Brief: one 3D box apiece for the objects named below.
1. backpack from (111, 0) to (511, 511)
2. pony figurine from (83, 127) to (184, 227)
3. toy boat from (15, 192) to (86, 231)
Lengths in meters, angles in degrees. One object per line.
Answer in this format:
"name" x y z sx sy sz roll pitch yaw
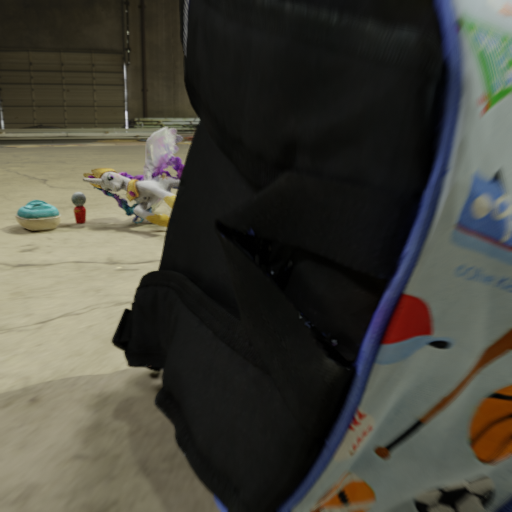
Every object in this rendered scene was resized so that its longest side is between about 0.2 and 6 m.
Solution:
"backpack" 0.640 -0.070 3.778 2.928 3.801 3.620 10 15 -13
"pony figurine" -2.217 -1.589 12.712 2.642 2.200 2.550 24 28 22
"toy boat" -4.477 -0.997 12.298 1.515 0.704 1.273 -10 17 -34
